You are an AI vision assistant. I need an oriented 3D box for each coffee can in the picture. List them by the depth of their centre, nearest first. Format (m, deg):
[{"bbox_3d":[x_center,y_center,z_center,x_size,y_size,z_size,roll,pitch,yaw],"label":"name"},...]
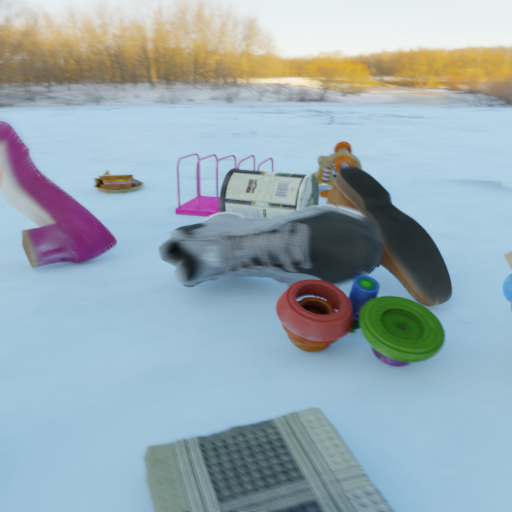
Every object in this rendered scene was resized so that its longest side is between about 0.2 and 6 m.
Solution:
[{"bbox_3d":[0.276,-1.070,11.156,1.678,1.228,1.228,8,21,21],"label":"coffee can"}]

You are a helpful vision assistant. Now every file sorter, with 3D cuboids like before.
[{"bbox_3d":[-0.679,-1.646,12.779,2.007,1.259,1.395,6,19,16],"label":"file sorter"}]

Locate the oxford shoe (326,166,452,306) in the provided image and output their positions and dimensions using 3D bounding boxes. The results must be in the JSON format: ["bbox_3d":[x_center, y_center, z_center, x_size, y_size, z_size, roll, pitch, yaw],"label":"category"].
[{"bbox_3d":[1.931,-0.175,8.475,0.953,0.953,2.673,-3,47,-34],"label":"oxford shoe"}]

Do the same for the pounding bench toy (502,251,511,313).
[{"bbox_3d":[3.769,0.788,5.908,1.635,2.096,1.302,-28,8,22],"label":"pounding bench toy"}]

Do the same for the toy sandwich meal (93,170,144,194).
[{"bbox_3d":[-3.713,-2.030,15.043,1.475,0.505,1.475,0,19,0],"label":"toy sandwich meal"}]

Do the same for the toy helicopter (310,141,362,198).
[{"bbox_3d":[1.723,-1.937,14.129,1.973,1.305,0.778,-18,42,20],"label":"toy helicopter"}]

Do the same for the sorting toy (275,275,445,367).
[{"bbox_3d":[1.157,0.863,6.570,1.902,0.781,1.143,16,37,9],"label":"sorting toy"}]

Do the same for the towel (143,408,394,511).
[{"bbox_3d":[0.091,1.872,4.210,1.692,0.303,1.757,-9,23,-15],"label":"towel"}]

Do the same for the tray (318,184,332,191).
[{"bbox_3d":[1.108,-1.882,15.079,1.887,0.209,1.013,-5,21,-15],"label":"tray"}]

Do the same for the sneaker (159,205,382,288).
[{"bbox_3d":[-0.052,0.029,7.840,3.276,1.229,1.892,0,11,38],"label":"sneaker"}]

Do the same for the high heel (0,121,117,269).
[{"bbox_3d":[-3.604,-1.197,9.814,1.446,1.015,3.015,-15,63,-31],"label":"high heel"}]
